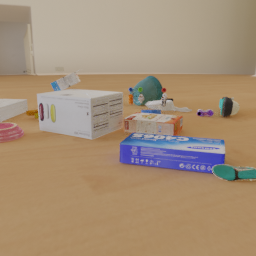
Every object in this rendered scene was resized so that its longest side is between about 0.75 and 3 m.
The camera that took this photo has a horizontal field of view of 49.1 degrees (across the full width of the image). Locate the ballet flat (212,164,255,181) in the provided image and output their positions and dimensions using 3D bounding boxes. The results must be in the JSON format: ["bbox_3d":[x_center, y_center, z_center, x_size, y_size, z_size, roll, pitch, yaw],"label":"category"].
[{"bbox_3d":[2.423,1.042,6.356,1.047,0.396,0.335,7,-15,9],"label":"ballet flat"}]

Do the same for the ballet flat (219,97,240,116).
[{"bbox_3d":[4.913,-1.082,13.545,0.945,0.945,2.588,4,13,16],"label":"ballet flat"}]

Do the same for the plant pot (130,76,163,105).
[{"bbox_3d":[0.970,-2.037,16.221,1.474,1.569,1.569,-29,28,-29],"label":"plant pot"}]

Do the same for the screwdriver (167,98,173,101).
[{"bbox_3d":[1.837,-1.607,16.862,1.887,0.263,0.274,-6,-13,-14],"label":"screwdriver"}]

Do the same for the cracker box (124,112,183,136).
[{"bbox_3d":[0.960,-0.161,10.466,1.929,0.556,1.292,5,16,23],"label":"cracker box"}]

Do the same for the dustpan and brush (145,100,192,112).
[{"bbox_3d":[2.088,-1.068,14.252,2.263,0.648,1.579,-4,12,12],"label":"dustpan and brush"}]

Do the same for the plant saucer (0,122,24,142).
[{"bbox_3d":[-4.455,0.120,9.717,1.564,0.396,1.564,-1,14,0],"label":"plant saucer"}]

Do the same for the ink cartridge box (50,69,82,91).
[{"bbox_3d":[-2.489,-1.989,11.820,1.365,0.463,0.792,-25,13,1],"label":"ink cartridge box"}]

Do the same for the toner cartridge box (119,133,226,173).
[{"bbox_3d":[1.189,0.607,7.431,2.605,0.562,1.237,4,15,16],"label":"toner cartridge box"}]

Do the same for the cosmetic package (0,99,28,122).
[{"bbox_3d":[-6.186,-0.874,13.019,1.990,0.682,2.640,0,14,6],"label":"cosmetic package"}]

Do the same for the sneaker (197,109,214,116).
[{"bbox_3d":[3.578,-0.676,13.072,0.834,0.335,0.369,6,21,39],"label":"sneaker"}]

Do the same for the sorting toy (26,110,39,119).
[{"bbox_3d":[-3.025,-0.827,12.997,2.895,0.388,2.157,-12,23,-44],"label":"sorting toy"}]

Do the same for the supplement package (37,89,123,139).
[{"bbox_3d":[-1.755,-0.625,10.501,2.550,1.414,1.986,7,16,31],"label":"supplement package"}]

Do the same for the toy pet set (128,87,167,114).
[{"bbox_3d":[0.836,-0.964,11.704,1.641,1.532,0.872,-1,5,2],"label":"toy pet set"}]
